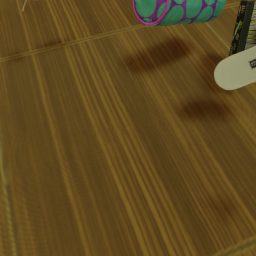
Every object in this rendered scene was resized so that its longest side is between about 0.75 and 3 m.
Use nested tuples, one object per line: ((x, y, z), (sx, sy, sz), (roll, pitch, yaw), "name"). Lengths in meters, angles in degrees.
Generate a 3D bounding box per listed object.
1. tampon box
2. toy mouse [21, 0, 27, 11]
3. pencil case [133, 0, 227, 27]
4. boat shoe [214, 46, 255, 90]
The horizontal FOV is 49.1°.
((3.370, -2.503, 7.372), (0.974, 1.542, 1.156), (8, 25, 9), "tampon box")
((-2.488, -3.931, 7.075), (2.011, 1.787, 0.389), (-22, 84, 15), "toy mouse")
((1.429, -3.387, 7.390), (2.718, 1.256, 1.157), (-23, 37, -39), "pencil case")
((3.033, -1.455, 5.555), (0.820, 2.576, 0.911), (-21, 96, -49), "boat shoe")
